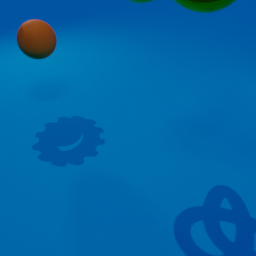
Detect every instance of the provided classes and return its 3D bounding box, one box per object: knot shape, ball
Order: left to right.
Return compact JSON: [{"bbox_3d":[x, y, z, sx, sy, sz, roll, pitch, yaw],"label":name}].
[{"bbox_3d":[-2.138,-2.073,6.584,0.897,0.897,0.897,0,36,0],"label":"ball"},{"bbox_3d":[0.824,-2.266,4.170,1.774,0.820,1.660,7,30,6],"label":"knot shape"}]
